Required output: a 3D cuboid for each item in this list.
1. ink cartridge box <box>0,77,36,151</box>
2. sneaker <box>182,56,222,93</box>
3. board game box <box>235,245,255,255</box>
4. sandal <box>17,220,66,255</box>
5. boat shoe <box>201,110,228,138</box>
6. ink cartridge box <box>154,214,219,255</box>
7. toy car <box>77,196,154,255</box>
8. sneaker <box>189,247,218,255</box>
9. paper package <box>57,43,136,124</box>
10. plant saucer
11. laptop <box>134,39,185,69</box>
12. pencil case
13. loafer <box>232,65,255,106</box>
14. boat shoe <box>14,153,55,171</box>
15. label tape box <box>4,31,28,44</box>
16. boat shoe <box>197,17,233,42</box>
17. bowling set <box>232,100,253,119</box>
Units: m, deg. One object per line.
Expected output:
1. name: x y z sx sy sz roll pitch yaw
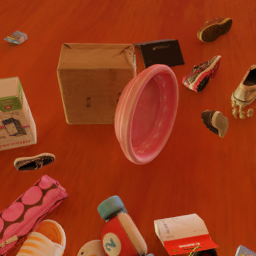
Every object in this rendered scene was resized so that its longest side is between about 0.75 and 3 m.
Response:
1. ink cartridge box: -4.016 -0.356 8.905 1.656 2.279 0.997 -10 52 -10
2. sneaker: 3.159 -2.406 11.661 0.839 0.906 2.248 31 56 28
3. board game box: 3.280 3.859 6.415 1.927 0.353 1.457 25 53 21
4. sandal: -2.260 3.336 6.630 0.975 0.729 2.545 10 49 9
5. boat shoe: 2.562 -0.146 8.214 0.478 1.588 0.566 18 82 33
6. ink cartridge box: 1.383 2.590 6.935 1.188 1.484 0.351 -6 90 -6
7. toy car: -0.562 2.943 6.503 1.955 1.729 1.802 -31 65 -10
8. sneaker: 1.657 3.733 6.076 0.939 1.025 2.448 3 48 3
9. paper package: -0.995 -1.431 9.637 2.509 2.633 1.362 -1 48 -2
10. plant saucer: 0.549 -0.418 8.371 0.753 2.969 2.969 18 50 31
11. laptop: 1.403 -3.517 13.192 1.852 1.146 1.978 -11 78 -9
12. pencil case: -2.653 2.270 7.369 1.058 1.092 2.332 51 59 -10
13. loafer: 5.147 -1.970 11.256 1.033 0.903 2.872 30 55 24
14. boat shoe: -2.697 1.044 8.272 1.205 0.432 0.408 -3 28 -37
15. label tape box: -5.549 -4.413 13.859 0.652 0.301 0.910 23 54 20
16. boat shoe: 4.201 -4.955 14.007 2.486 0.895 0.840 -31 49 -31
17. bowling set: 4.103 -0.567 10.397 0.616 0.475 0.885 -45 62 -11
